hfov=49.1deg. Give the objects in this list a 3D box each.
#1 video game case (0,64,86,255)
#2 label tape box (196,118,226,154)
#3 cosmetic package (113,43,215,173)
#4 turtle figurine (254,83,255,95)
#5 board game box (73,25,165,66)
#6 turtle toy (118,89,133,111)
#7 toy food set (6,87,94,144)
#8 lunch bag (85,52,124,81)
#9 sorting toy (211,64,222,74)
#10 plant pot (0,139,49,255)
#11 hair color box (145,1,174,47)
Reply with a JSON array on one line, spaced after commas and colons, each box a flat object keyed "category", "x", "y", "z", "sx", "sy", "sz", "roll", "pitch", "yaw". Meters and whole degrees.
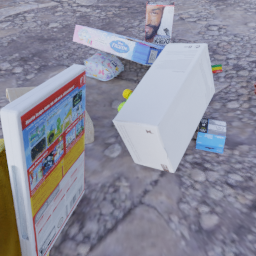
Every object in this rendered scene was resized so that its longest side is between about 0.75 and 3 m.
[{"category": "video game case", "x": -1.224, "y": 0.617, "z": 4.758, "sx": 0.255, "sy": 2.926, "sz": 2.092, "roll": 12, "pitch": 29, "yaw": 11}, {"category": "label tape box", "x": 2.267, "y": 0.183, "z": 7.618, "sx": 0.733, "sy": 0.322, "sz": 1.016, "roll": 10, "pitch": 40, "yaw": 12}, {"category": "cosmetic package", "x": 1.044, "y": -0.585, "z": 6.892, "sx": 1.191, "sy": 1.656, "sz": 2.935, "roll": 12, "pitch": 52, "yaw": 35}, {"category": "turtle figurine", "x": 5.627, "y": -1.651, "z": 8.527, "sx": 2.103, "sy": 2.923, "sz": 2.834, "roll": 47, "pitch": 46, "yaw": 1}, {"category": "board game box", "x": 0.085, "y": -2.889, "z": 10.026, "sx": 2.885, "sy": 0.629, "sz": 2.899, "roll": 23, "pitch": 20, "yaw": 24}, {"category": "turtle toy", "x": 0.289, "y": -0.588, "z": 8.035, "sx": 1.099, "sy": 0.762, "sz": 1.508, "roll": 28, "pitch": 15, "yaw": 31}, {"category": "toy food set", "x": -2.308, "y": -0.356, "z": 8.055, "sx": 1.934, "sy": 0.814, "sz": 2.695, "roll": -8, "pitch": 40, "yaw": -27}, {"category": "lunch bag", "x": -0.832, "y": -2.242, "z": 10.213, "sx": 1.190, "sy": 0.756, "sz": 1.009, "roll": 22, "pitch": 39, "yaw": 15}, {"category": "sorting toy", "x": 1.773, "y": -1.616, "z": 9.103, "sx": 1.233, "sy": 0.433, "sz": 2.558, "roll": -10, "pitch": 7, "yaw": -23}, {"category": "plant pot", "x": -2.729, "y": 1.553, "z": 4.411, "sx": 2.322, "sy": 2.469, "sz": 2.469, "roll": -11, "pitch": 40, "yaw": 0}, {"category": "hair color box", "x": 1.252, "y": -4.049, "z": 11.438, "sx": 1.092, "sy": 1.968, "sz": 0.629, "roll": 3, "pitch": 39, "yaw": 5}]
